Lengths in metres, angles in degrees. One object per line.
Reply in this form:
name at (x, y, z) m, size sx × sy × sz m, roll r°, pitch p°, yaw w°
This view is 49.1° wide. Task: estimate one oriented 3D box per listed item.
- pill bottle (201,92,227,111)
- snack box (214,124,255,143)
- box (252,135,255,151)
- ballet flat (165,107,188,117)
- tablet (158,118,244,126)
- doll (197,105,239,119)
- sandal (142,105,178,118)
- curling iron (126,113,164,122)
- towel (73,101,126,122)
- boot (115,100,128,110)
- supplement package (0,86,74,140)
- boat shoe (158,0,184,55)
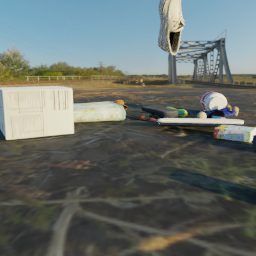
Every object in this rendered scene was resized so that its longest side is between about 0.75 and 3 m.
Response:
pill bottle at (4.654, -1.338, 15.146) m, size 1.160 × 1.160 × 2.066 m, roll 1°, pitch 11°, yaw 5°
snack box at (3.516, 0.157, 9.189) m, size 1.129 × 0.382 × 0.952 m, roll 8°, pitch 13°, yaw 32°
box at (3.907, 0.416, 7.610) m, size 0.827 × 0.443 × 0.614 m, roll -6°, pitch 12°, yaw -27°
ballet flat at (2.459, -0.784, 14.419) m, size 1.340 × 0.448 × 0.449 m, roll 12°, pitch -6°, yaw 38°
tablet at (2.647, -0.219, 10.697) m, size 2.974 × 0.203 × 1.935 m, roll 2°, pitch -2°, yaw 8°
doll at (4.086, -0.651, 13.148) m, size 2.170 × 0.526 × 1.480 m, roll -13°, pitch 23°, yaw -28°
sandal at (1.374, -0.679, 13.193) m, size 1.044 × 0.588 × 2.745 m, roll -4°, pitch 13°, yaw -16°
curling iron at (0.736, -0.478, 12.967) m, size 2.125 × 0.272 × 0.527 m, roll 9°, pitch 9°, yaw 37°
towel at (-1.698, -0.759, 13.413) m, size 2.521 × 0.709 × 2.945 m, roll -7°, pitch 12°, yaw -17°
boot at (-0.421, -1.341, 17.019) m, size 1.101 × 0.524 × 1.423 m, roll 7°, pitch 25°, yaw 39°
supplement package at (-3.332, -0.638, 9.996) m, size 2.221 × 1.633 × 2.124 m, roll -6°, pitch 12°, yaw -28°
boat shoe at (1.314, -3.065, 8.199) m, size 0.742 × 2.063 × 0.678 m, roll -28°, pitch 56°, yaw -25°
